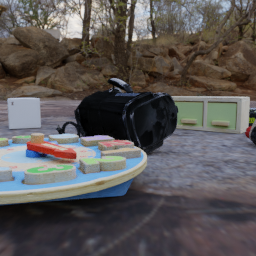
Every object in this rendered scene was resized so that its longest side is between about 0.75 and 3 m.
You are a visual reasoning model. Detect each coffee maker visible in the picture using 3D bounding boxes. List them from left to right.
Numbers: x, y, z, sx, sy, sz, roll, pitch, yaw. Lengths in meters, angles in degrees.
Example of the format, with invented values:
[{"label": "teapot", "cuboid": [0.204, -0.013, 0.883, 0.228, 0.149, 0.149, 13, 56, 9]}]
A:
[{"label": "coffee maker", "cuboid": [-0.203, -0.086, 5.896, 1.848, 1.296, 1.924, -48, 30, -19]}]

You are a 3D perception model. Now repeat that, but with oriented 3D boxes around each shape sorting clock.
[{"label": "shape sorting clock", "cuboid": [-1.221, 0.363, 3.729, 2.957, 0.580, 2.957, 4, 5, 0]}]

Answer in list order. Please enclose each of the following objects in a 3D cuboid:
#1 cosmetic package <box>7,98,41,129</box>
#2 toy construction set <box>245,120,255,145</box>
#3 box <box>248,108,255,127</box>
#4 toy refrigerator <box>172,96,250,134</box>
[{"label": "cosmetic package", "cuboid": [-3.621, -0.537, 9.754, 1.022, 1.016, 1.222, -3, 7, -21]}, {"label": "toy construction set", "cuboid": [3.879, -0.638, 6.439, 2.214, 2.040, 2.655, 2, 7, 15]}, {"label": "box", "cuboid": [4.865, -0.406, 10.428, 2.557, 0.629, 2.648, 2, 8, 31]}, {"label": "toy refrigerator", "cuboid": [2.353, -0.494, 9.182, 2.845, 1.080, 0.995, 6, 9, 36]}]
